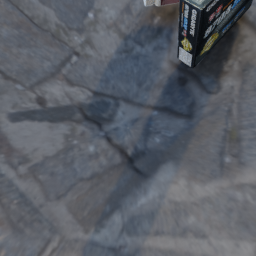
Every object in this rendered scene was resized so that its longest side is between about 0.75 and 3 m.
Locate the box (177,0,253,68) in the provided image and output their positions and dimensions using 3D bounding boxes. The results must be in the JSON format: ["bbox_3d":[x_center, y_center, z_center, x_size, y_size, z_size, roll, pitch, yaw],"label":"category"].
[{"bbox_3d":[2.215,-2.983,6.678,0.600,2.074,2.609,39,78,20],"label":"box"}]

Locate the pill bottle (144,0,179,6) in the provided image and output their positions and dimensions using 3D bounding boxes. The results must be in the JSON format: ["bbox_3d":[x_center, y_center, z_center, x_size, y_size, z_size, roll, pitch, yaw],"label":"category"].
[{"bbox_3d":[1.036,-3.662,7.434,1.258,0.718,0.718,-10,78,0],"label":"pill bottle"}]
